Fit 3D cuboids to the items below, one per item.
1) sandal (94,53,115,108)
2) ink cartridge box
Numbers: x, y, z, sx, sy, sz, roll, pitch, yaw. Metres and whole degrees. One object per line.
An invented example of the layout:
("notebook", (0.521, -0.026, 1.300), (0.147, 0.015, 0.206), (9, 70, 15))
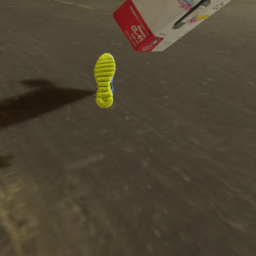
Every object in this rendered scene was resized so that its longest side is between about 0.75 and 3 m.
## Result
("sandal", (-0.455, -0.927, 5.456), (0.409, 1.028, 0.447), (7, 13, -2))
("ink cartridge box", (1.354, -3.282, 7.205), (2.896, 1.240, 2.138), (-30, -2, 31))
